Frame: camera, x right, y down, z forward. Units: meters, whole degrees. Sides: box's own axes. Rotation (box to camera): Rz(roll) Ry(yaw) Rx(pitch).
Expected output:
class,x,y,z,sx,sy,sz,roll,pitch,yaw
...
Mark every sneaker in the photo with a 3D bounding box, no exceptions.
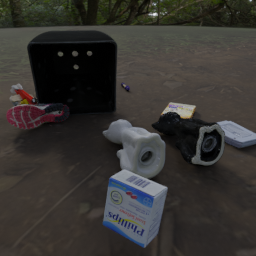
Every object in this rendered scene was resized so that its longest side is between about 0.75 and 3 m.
class,x,y,z,sx,sy,sz,roll,pitch,yaw
sneaker,-3.250,-0.449,10.157,2.141,0.863,0.799,-5,9,-28

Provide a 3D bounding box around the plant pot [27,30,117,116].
class,x,y,z,sx,sy,sz,roll,pitch,yaw
plant pot,-2.066,-2.459,11.139,2.984,2.977,2.647,-3,38,-8

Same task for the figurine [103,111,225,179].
class,x,y,z,sx,sy,sz,roll,pitch,yaw
figurine,0.825,0.257,8.378,2.896,1.247,2.825,-9,19,-17

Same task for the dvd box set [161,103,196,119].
class,x,y,z,sx,sy,sz,roll,pitch,yaw
dvd box set,2.009,-0.610,11.072,1.105,0.222,1.511,9,26,18

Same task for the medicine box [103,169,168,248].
class,x,y,z,sx,sy,sz,roll,pitch,yaw
medicine box,0.109,1.379,4.908,0.903,0.991,0.510,18,19,28

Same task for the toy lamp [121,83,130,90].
class,x,y,z,sx,sy,sz,roll,pitch,yaw
toy lamp,-0.118,-2.100,14.228,0.253,0.253,0.869,-9,27,-18

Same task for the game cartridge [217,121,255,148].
class,x,y,z,sx,sy,sz,roll,pitch,yaw
game cartridge,3.486,0.193,9.311,1.018,0.309,1.527,-7,26,-23

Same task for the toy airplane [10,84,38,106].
class,x,y,z,sx,sy,sz,roll,pitch,yaw
toy airplane,-4.322,-1.175,11.478,1.286,0.907,1.280,22,20,-42
